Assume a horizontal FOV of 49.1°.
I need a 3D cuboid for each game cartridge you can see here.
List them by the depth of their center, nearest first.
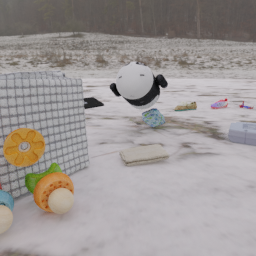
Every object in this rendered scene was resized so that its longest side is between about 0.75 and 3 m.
[{"bbox_3d":[4.047,0.196,7.979,2.216,0.448,1.477,5,10,23],"label":"game cartridge"}]

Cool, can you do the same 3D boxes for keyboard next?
[{"bbox_3d":[-2.469,-1.184,14.549,1.283,0.489,2.465,35,28,28],"label":"keyboard"}]

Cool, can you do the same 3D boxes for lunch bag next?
[{"bbox_3d":[0.860,-0.346,9.610,0.618,0.317,0.769,-22,-36,28],"label":"lunch bag"}]

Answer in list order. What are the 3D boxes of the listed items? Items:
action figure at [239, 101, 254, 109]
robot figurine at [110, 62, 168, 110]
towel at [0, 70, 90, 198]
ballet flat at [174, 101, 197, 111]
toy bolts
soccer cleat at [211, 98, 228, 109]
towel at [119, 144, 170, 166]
[{"bbox_3d":[5.988,-1.189,14.264,0.261,0.396,0.801,-6,12,-29],"label":"action figure"},{"bbox_3d":[0.347,-1.291,8.744,1.193,1.437,1.912,46,4,22],"label":"robot figurine"},{"bbox_3d":[-1.871,-0.003,5.175,1.049,2.031,2.452,2,12,32],"label":"towel"},{"bbox_3d":[2.783,-1.090,13.606,1.380,0.450,0.486,-8,13,-32],"label":"ballet flat"},{"bbox_3d":[-1.474,0.788,3.841,1.340,1.280,0.929,-27,30,-25],"label":"toy bolts"},{"bbox_3d":[4.644,-1.246,14.249,1.249,0.477,0.416,-8,15,-34],"label":"soccer cleat"},{"bbox_3d":[0.359,0.614,6.369,1.048,0.181,0.694,-8,19,-10],"label":"towel"}]
